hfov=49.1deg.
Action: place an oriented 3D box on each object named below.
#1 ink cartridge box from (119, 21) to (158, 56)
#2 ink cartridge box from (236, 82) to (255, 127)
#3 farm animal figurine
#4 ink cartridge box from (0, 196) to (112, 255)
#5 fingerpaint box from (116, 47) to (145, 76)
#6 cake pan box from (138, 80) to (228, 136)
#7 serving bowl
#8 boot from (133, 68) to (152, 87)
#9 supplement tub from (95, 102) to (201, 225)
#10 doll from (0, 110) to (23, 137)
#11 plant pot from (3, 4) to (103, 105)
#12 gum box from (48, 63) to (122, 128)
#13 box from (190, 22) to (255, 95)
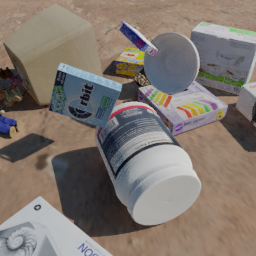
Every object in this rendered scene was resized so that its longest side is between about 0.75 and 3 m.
[{"bbox_3d":[0.255,-2.164,6.857,0.776,0.273,1.301,46,16,8],"label":"ink cartridge box"},{"bbox_3d":[5.349,-0.576,9.772,1.850,1.067,2.550,-11,41,-13],"label":"ink cartridge box"},{"bbox_3d":[-4.871,-1.375,10.881,1.931,1.018,1.953,-27,45,-9],"label":"farm animal figurine"},{"bbox_3d":[-2.054,3.109,5.726,2.849,0.579,2.854,26,46,28],"label":"ink cartridge box"},{"bbox_3d":[0.582,-3.027,13.019,1.901,0.697,1.586,11,40,14],"label":"fingerpaint box"},{"bbox_3d":[1.955,-0.958,10.572,2.403,0.682,2.609,-15,42,-20],"label":"cake pan box"},{"bbox_3d":[1.417,-2.032,8.769,1.847,1.847,0.608,25,30,27],"label":"serving bowl"},{"bbox_3d":[1.192,-2.198,11.625,1.717,2.281,0.835,-47,67,3],"label":"boot"},{"bbox_3d":[0.404,0.816,7.377,2.009,2.009,2.863,-13,42,-15],"label":"supplement tub"},{"bbox_3d":[-4.681,-0.180,9.790,1.859,0.450,1.268,15,42,17],"label":"doll"},{"bbox_3d":[-2.992,-2.655,11.015,2.655,2.998,2.995,-31,48,-22],"label":"plant pot"},{"bbox_3d":[-0.735,-0.508,4.704,1.038,0.882,0.231,19,41,-10],"label":"gum box"},{"bbox_3d":[3.868,-2.884,11.604,2.592,2.287,1.253,21,44,24],"label":"box"}]
